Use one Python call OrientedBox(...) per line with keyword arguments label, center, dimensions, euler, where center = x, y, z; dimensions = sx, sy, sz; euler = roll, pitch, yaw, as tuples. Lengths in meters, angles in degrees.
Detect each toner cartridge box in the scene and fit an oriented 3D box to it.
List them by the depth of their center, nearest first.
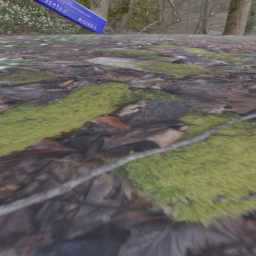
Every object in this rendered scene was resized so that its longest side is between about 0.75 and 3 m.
OrientedBox(label="toner cartridge box", center=(-2.101, -4.083, 9.526), dimensions=(2.617, 0.565, 1.243), euler=(15, 17, -45))
